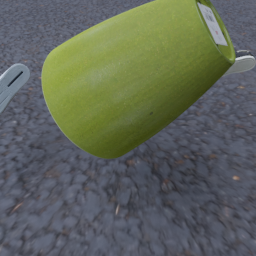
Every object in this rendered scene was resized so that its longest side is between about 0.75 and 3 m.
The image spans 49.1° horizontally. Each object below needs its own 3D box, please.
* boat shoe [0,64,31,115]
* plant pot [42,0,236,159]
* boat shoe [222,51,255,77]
[{"bbox_3d":[-3.232,-0.739,6.876,0.661,0.767,2.130,-15,31,55],"label":"boat shoe"},{"bbox_3d":[0.342,-1.123,5.280,2.888,2.702,2.702,-26,25,36],"label":"plant pot"},{"bbox_3d":[2.839,-1.931,8.362,1.746,0.645,0.527,-10,42,15],"label":"boat shoe"}]
